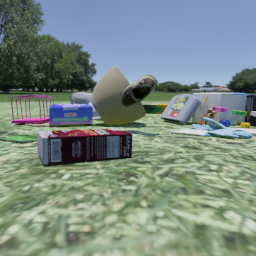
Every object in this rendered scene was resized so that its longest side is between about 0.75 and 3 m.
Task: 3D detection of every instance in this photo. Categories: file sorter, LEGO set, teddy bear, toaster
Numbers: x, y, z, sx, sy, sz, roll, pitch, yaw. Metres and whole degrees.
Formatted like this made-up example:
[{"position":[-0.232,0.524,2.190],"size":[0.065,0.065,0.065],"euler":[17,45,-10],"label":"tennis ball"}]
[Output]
[{"position":[-4.555,-0.943,13.657],"size":[1.442,1.302,2.076],"euler":[-2,5,3],"label":"file sorter"},{"position":[4.588,-0.351,11.536],"size":[2.143,0.817,0.879],"euler":[7,9,5],"label":"LEGO set"},{"position":[3.540,-0.453,12.345],"size":[0.317,0.950,0.689],"euler":[36,-13,-38],"label":"teddy bear"},{"position":[-2.608,-1.643,19.117],"size":[1.718,1.511,2.659],"euler":[7,9,24],"label":"toaster"}]

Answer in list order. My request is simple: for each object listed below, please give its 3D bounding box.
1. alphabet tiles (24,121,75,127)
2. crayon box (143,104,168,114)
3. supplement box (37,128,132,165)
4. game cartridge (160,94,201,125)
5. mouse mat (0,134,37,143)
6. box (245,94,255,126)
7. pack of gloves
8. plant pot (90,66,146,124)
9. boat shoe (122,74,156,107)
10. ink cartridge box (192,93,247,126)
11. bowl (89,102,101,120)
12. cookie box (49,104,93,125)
[{"position":[-3.543,-0.222,13.226],"size":[1.938,0.074,2.329],"euler":[7,10,44],"label":"alphabet tiles"},{"position":[2.591,-1.402,20.326],"size":[2.725,0.692,1.730],"euler":[3,8,18],"label":"crayon box"},{"position":[-0.989,0.365,6.345],"size":[1.945,0.592,1.059],"euler":[-2,7,-24],"label":"supplement box"},{"position":[2.560,-0.964,13.791],"size":[0.467,1.520,2.283],"euler":[40,-8,-20],"label":"game cartridge"},{"position":[-3.313,0.332,8.879],"size":[1.444,0.054,1.162],"euler":[3,8,31],"label":"mouse mat"},{"position":[6.091,-0.917,13.442],"size":[1.979,1.395,2.675],"euler":[-2,7,-20],"label":"box"},{"position":[3.292,-0.069,10.168],"size":[2.721,0.537,2.286],"euler":[5,8,37],"label":"pack of gloves"},{"position":[-0.664,-1.214,12.886],"size":[1.821,2.712,2.712],"euler":[-33,10,-3],"label":"plant pot"},{"position":[0.274,-1.242,10.065],"size":[0.676,0.598,1.846],"euler":[34,-39,-14],"label":"boat shoe"},{"position":[4.185,-0.947,13.390],"size":[1.498,1.459,2.330],"euler":[-3,8,-23],"label":"ink cartridge box"},{"position":[-1.472,-1.236,15.753],"size":[2.182,0.981,2.182],"euler":[-11,15,3],"label":"bowl"},{"position":[-2.668,-0.677,13.135],"size":[1.907,0.838,2.229],"euler":[-1,7,-11],"label":"cookie box"}]
